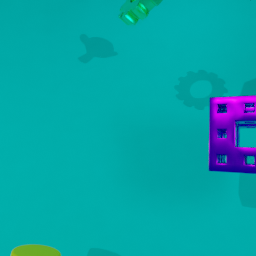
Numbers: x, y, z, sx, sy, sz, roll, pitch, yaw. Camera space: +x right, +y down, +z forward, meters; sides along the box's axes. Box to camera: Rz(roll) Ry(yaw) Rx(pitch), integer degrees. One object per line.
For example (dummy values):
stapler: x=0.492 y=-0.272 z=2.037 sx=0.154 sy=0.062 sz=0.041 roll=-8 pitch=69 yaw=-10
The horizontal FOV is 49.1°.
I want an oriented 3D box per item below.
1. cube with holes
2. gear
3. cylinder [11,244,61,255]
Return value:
cube with holes: x=1.759 y=0.125 z=4.026 sx=1.005 sy=1.005 sz=1.005 roll=0 pitch=84 yaw=25
gear: x=0.353 y=-2.374 z=4.845 sx=0.243 sy=1.312 sz=1.312 roll=35 pitch=62 yaw=-26
cylinder: x=-1.416 y=2.205 z=4.148 sx=0.722 sy=0.722 sz=0.722 roll=9 pitch=83 yaw=4
